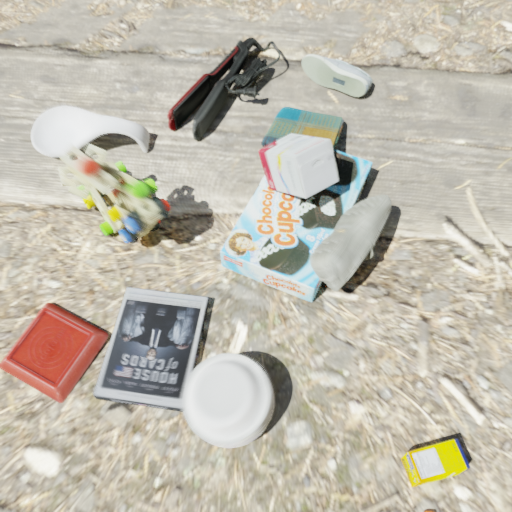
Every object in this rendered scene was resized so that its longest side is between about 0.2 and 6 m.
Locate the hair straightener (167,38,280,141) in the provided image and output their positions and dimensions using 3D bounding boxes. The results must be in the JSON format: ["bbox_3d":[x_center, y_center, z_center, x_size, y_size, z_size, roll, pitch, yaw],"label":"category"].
[{"bbox_3d":[-0.481,-4.019,13.328,1.443,0.767,3.749,27,58,15],"label":"hair straightener"}]

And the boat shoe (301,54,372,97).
[{"bbox_3d":[1.973,-4.422,13.591,1.803,0.629,0.642,31,48,16],"label":"boat shoe"}]

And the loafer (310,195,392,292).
[{"bbox_3d":[1.853,-0.295,10.408,2.330,0.813,0.815,-45,25,-29],"label":"loafer"}]

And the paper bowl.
[{"bbox_3d":[-0.480,2.286,8.992,1.458,0.758,1.458,-5,64,11],"label":"paper bowl"}]

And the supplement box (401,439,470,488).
[{"bbox_3d":[2.821,3.278,8.854,0.870,0.477,0.474,-12,58,-8],"label":"supplement box"}]

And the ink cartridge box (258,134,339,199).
[{"bbox_3d":[0.811,-1.725,10.645,0.876,0.872,1.206,-30,29,-23],"label":"ink cartridge box"}]

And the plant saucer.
[{"bbox_3d":[-3.619,1.643,9.938,1.436,0.264,1.434,24,65,15],"label":"plant saucer"}]

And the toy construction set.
[{"bbox_3d":[-2.611,-1.191,10.416,1.342,2.913,1.910,-34,92,-8],"label":"toy construction set"}]

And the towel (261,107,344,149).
[{"bbox_3d":[1.037,-2.670,12.141,1.501,0.222,2.047,13,38,8],"label":"towel"}]

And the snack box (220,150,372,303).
[{"bbox_3d":[0.870,-0.867,11.322,1.947,0.622,3.351,21,61,12],"label":"snack box"}]

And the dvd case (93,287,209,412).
[{"bbox_3d":[-1.821,1.615,10.007,1.595,0.262,2.122,7,58,5],"label":"dvd case"}]

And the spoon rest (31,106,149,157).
[{"bbox_3d":[-3.693,-2.728,12.321,2.557,0.775,1.271,2,70,1],"label":"spoon rest"}]
